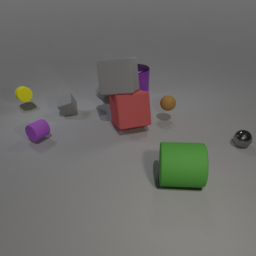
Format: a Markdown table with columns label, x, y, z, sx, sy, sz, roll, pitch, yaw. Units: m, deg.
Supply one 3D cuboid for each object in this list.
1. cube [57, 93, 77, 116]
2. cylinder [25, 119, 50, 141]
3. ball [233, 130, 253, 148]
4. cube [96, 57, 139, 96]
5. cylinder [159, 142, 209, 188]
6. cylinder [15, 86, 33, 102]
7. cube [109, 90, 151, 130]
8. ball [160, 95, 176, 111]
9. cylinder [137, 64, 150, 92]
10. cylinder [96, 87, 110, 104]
| label | x | y | z | sx | sy | sz | roll | pitch | yaw |
| --- | --- | --- | --- | --- | --- | --- | --- | --- | --- |
| cube | -2.846 | -1.094 | 13.133 | 0.700 | 0.700 | 0.700 | -17 | 51 | 7 |
| cylinder | -3.613 | 0.080 | 11.226 | 0.700 | 0.700 | 0.700 | 19 | 34 | 29 |
| ball | 4.468 | 0.416 | 10.903 | 0.700 | 0.700 | 0.700 | 0 | 30 | 0 |
| cube | -0.379 | -2.180 | 11.712 | 1.400 | 1.400 | 1.400 | -2 | 14 | 14 |
| cylinder | 1.709 | 1.155 | 8.871 | 1.400 | 1.400 | 1.400 | 1 | 30 | 4 |
| cylinder | -5.002 | -1.627 | 13.438 | 0.700 | 0.700 | 0.700 | -17 | 20 | -27 |
| cube | 0.071 | -0.828 | 12.002 | 1.400 | 1.400 | 1.400 | -9 | 14 | -15 |
| ball | 1.774 | -1.103 | 12.402 | 0.700 | 0.700 | 0.700 | 0 | 30 | 0 |
| cylinder | 0.485 | -2.687 | 15.554 | 1.400 | 1.400 | 1.400 | 0 | 30 | 0 |
| cylinder | -1.056 | -1.594 | 13.187 | 0.700 | 0.700 | 0.700 | -11 | 64 | 23 |
